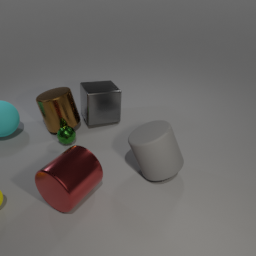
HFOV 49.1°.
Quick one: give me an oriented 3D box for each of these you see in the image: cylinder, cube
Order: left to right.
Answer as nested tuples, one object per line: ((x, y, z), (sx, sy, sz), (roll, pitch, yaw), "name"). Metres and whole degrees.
((-2.763, -0.740, 11.179), (1.400, 1.400, 1.400), (-11, 27, 6), "cylinder")
((-1.670, 1.427, 8.043), (1.400, 1.400, 1.400), (19, 38, 27), "cylinder")
((-1.166, -1.085, 11.744), (1.400, 1.400, 1.400), (-8, 29, -20), "cube")
((0.886, 0.691, 8.804), (1.400, 1.400, 1.400), (-20, 24, 9), "cylinder")

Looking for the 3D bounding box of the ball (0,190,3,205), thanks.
((-3.860, 1.974, 7.796), (0.700, 0.700, 0.700), (0, 33, 0), "ball")

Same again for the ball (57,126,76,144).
((-2.302, 0.259, 10.480), (0.700, 0.700, 0.700), (0, 33, 0), "ball")

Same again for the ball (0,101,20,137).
((-4.901, -0.351, 10.730), (1.400, 1.400, 1.400), (0, 33, 0), "ball")
